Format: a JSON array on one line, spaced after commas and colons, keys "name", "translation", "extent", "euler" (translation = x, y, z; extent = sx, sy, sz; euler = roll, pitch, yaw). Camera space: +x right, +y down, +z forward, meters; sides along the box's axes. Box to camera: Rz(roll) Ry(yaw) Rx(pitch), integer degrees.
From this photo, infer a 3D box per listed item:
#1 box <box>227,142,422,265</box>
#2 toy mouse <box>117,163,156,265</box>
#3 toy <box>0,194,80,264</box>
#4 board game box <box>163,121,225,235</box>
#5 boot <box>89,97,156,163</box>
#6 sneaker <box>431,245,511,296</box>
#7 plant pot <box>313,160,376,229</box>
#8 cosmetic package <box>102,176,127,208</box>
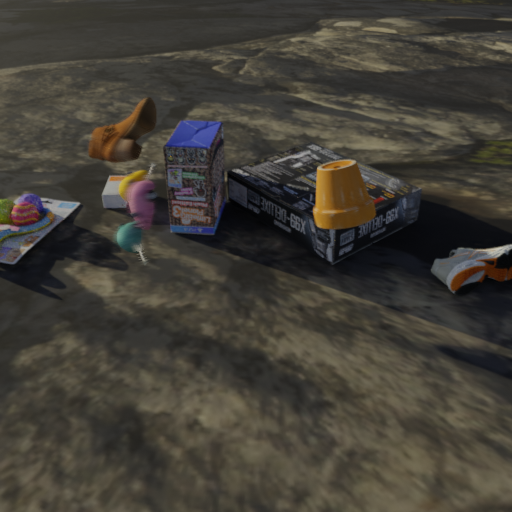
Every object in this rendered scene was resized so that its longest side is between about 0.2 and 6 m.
[{"name": "box", "translation": [1.497, -1.427, 13.121], "extent": [2.859, 0.902, 3.626], "euler": [-25, 41, -33]}, {"name": "toy mouse", "translation": [-1.572, -0.512, 7.186], "extent": [0.298, 1.542, 1.370], "euler": [5, 65, -24]}, {"name": "toy", "translation": [-5.381, -0.853, 12.481], "extent": [1.667, 0.683, 2.895], "euler": [7, 34, 9]}, {"name": "board game box", "translation": [-1.329, -1.777, 12.601], "extent": [1.001, 2.068, 1.648], "euler": [4, 34, 5]}, {"name": "boot", "translation": [-2.794, -2.624, 11.690], "extent": [1.200, 0.593, 1.546], "euler": [6, 73, 29]}, {"name": "sneaker", "translation": [4.382, 0.077, 11.058], "extent": [2.028, 0.768, 0.933], "euler": [-14, 32, -22]}, {"name": "plant pot", "translation": [1.500, -1.125, 9.894], "extent": [1.096, 1.004, 1.096], "euler": [-10, 20, 4]}, {"name": "cosmetic package", "translation": [-3.434, -1.595, 13.864], "extent": [0.540, 0.380, 1.066], "euler": [-2, 34, -3]}]
